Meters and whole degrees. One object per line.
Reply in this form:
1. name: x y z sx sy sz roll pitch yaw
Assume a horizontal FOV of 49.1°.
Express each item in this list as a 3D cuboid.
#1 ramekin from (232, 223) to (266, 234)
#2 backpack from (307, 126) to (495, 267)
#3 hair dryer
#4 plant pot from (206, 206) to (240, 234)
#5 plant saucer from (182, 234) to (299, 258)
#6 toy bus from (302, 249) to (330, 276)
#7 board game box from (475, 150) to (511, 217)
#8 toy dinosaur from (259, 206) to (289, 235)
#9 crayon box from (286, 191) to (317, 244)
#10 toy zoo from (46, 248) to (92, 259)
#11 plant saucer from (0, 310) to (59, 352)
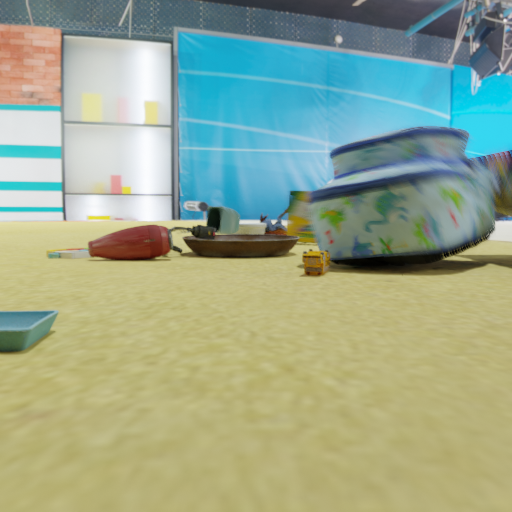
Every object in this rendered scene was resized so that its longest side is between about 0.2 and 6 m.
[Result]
1. ramekin: -0.308 -0.654 15.943 1.188 0.553 1.188 1 5 0
2. backpack: 2.318 -0.962 9.369 2.716 2.181 2.968 -8 6 35
3. hair dryer: -2.100 -0.133 10.841 2.368 0.643 1.803 1 -15 -42
4. plant pot: -0.828 -0.908 14.689 0.709 0.696 0.694 5 1 -39
5. plant saucer: -0.316 -0.226 11.741 2.454 0.394 2.454 -1 6 0
6. toy bus: 0.874 0.090 8.119 0.292 0.351 0.898 3 5 15
7. board game box: 5.986 -0.915 10.033 3.578 1.015 2.958 18 6 -3
8. toy dinosaur: 0.722 -0.591 16.157 1.051 2.001 1.816 40 9 -28
9. crayon box: 1.641 -1.006 14.800 1.581 1.364 0.461 4 -2 23
10. toy zoo: -3.513 -0.054 11.155 0.900 0.140 1.372 4 6 40
11. plant saucer: -2.505 0.529 3.876 2.060 0.195 0.720 1 4 -4
